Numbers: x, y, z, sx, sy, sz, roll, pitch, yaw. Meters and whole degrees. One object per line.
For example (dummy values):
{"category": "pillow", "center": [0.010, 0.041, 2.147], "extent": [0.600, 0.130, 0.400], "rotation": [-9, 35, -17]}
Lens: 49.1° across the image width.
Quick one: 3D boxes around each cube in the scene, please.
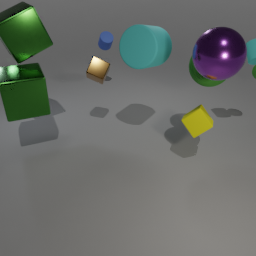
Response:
{"category": "cube", "center": [2.211, -0.225, 8.884], "extent": [0.700, 0.700, 0.700], "rotation": [-34, 3, 24]}
{"category": "cube", "center": [-1.144, -2.197, 10.742], "extent": [0.700, 0.700, 0.700], "rotation": [24, -8, -4]}
{"category": "cube", "center": [-3.699, -3.316, 9.670], "extent": [1.400, 1.400, 1.400], "rotation": [-35, 41, -13]}
{"category": "cube", "center": [-3.527, -1.245, 9.495], "extent": [1.400, 1.400, 1.400], "rotation": [-12, 36, -20]}

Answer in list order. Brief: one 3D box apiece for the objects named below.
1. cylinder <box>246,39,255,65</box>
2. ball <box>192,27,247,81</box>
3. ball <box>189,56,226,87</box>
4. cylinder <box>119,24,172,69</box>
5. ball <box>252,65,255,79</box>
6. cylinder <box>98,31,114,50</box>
{"category": "cylinder", "center": [4.559, -2.695, 9.889], "extent": [0.700, 0.700, 0.700], "rotation": [-5, -12, -1]}
{"category": "ball", "center": [2.450, -1.987, 7.548], "extent": [1.400, 1.400, 1.400], "rotation": [0, 30, 0]}
{"category": "ball", "center": [2.760, -2.088, 9.412], "extent": [1.400, 1.400, 1.400], "rotation": [0, 30, 0]}
{"category": "cylinder", "center": [0.626, -2.780, 9.607], "extent": [1.400, 1.400, 1.400], "rotation": [15, 22, 24]}
{"category": "ball", "center": [5.136, -2.175, 10.742], "extent": [0.700, 0.700, 0.700], "rotation": [0, 30, 0]}
{"category": "cylinder", "center": [-1.155, -4.506, 14.491], "extent": [0.700, 0.700, 0.700], "rotation": [5, 71, -14]}
